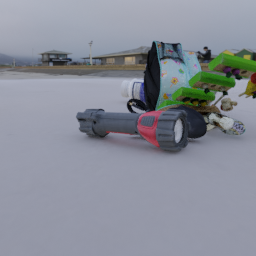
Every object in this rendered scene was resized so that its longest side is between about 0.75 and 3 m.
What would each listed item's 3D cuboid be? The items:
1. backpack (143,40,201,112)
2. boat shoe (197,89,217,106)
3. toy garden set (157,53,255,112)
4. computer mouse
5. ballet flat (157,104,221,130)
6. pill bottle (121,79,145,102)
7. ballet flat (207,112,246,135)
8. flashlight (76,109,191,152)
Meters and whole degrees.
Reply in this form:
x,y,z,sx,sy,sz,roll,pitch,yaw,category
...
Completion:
x,y,z,sx,sy,sz,roll,pitch,yaw,category
1.560,-1.603,10.316,2.006,2.301,2.617,9,49,-4,backpack
3.190,-1.299,11.365,0.904,0.923,2.591,9,-11,8,boat shoe
2.708,-0.898,8.352,2.444,0.585,2.932,5,-25,-27,toy garden set
0.928,-0.312,7.767,2.681,0.786,0.456,19,31,38,computer mouse
1.993,-0.244,8.617,2.471,0.838,0.894,-1,35,-27,ballet flat
0.712,-2.029,15.139,2.047,1.225,1.225,9,15,22,pill bottle
2.633,-0.150,7.782,0.487,0.487,1.354,-5,18,-20,ballet flat
0.070,-0.024,7.121,2.901,0.982,0.986,4,19,37,flashlight
